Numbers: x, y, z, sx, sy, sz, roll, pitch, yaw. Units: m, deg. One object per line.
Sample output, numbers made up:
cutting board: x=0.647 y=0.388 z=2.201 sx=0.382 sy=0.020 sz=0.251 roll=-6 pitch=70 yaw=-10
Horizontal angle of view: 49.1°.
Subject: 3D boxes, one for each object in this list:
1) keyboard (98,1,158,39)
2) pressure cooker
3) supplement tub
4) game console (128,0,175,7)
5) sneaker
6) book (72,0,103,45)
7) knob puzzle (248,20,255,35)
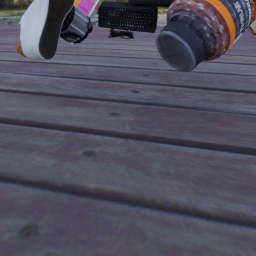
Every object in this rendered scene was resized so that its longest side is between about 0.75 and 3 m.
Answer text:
keyboard: x=-0.125 y=-3.833 z=10.138 sx=2.477 sy=1.289 sz=0.491 roll=16 pitch=32 yaw=27
pressure cooker: x=-1.658 y=-3.114 z=8.429 sx=0.986 sy=1.002 sz=1.122 roll=52 pitch=16 yaw=27
supplement tub: x=1.648 y=-2.190 z=5.206 sx=2.526 sy=1.351 sz=1.351 roll=-47 pitch=43 yaw=-13
game console: x=1.424 y=-4.200 z=8.243 sx=2.298 sy=2.021 sz=1.337 roll=10 pitch=-7 yaw=21
sneaker: x=-2.129 y=-2.952 z=6.931 sx=1.112 sy=2.626 sz=0.956 roll=10 pitch=-14 yaw=28
book: x=-1.867 y=-4.187 z=9.979 sx=1.327 sy=1.987 sz=0.478 roll=41 pitch=19 yaw=9
knob puzzle: x=3.165 y=-3.404 z=7.195 sx=2.287 sy=2.287 sz=0.317 roll=-19 pitch=10 yaw=-33
